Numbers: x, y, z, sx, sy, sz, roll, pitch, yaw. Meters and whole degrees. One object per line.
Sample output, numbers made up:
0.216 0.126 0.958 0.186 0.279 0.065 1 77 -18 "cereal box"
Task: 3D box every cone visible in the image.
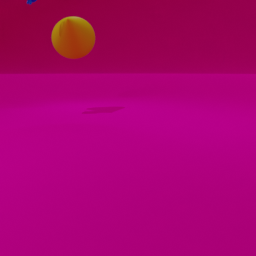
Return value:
-1.823 -3.155 8.940 1.486 1.486 1.492 -1 -3 -5 "cone"

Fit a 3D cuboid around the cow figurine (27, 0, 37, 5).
-2.874 -4.168 7.788 1.193 1.174 0.655 16 14 -40 "cow figurine"
